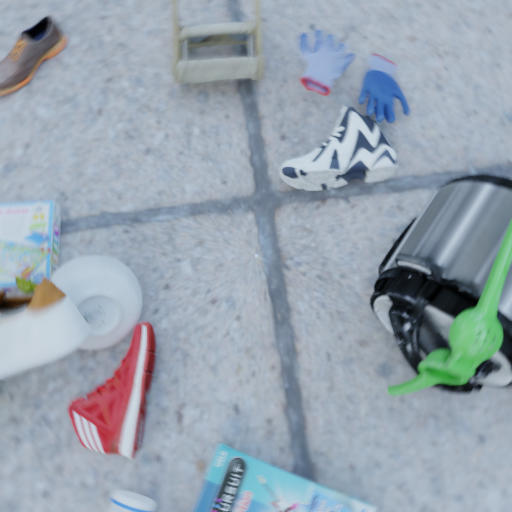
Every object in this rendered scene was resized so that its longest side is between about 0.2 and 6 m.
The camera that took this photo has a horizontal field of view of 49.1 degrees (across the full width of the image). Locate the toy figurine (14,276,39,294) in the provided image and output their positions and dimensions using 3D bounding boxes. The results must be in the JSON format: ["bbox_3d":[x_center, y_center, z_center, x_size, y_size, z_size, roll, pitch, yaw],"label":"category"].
[{"bbox_3d":[-3.774,0.998,10.166,1.453,0.766,0.870,20,96,-23],"label":"toy figurine"}]

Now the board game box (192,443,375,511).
[{"bbox_3d":[0.278,4.591,9.128,2.755,0.647,2.080,20,73,6],"label":"board game box"}]

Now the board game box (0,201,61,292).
[{"bbox_3d":[-5.102,-0.143,10.752,2.517,0.431,1.692,-3,73,-1],"label":"board game box"}]

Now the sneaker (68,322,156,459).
[{"bbox_3d":[-2.553,2.251,9.760,1.344,0.911,2.326,6,71,1],"label":"sneaker"}]

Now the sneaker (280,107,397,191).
[{"bbox_3d":[1.536,-2.218,11.162,2.350,0.938,1.529,-9,71,-3],"label":"sneaker"}]

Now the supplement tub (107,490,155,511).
[{"bbox_3d":[-2.159,4.484,9.120,0.736,0.736,1.116,16,73,5],"label":"supplement tub"}]

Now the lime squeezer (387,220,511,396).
[{"bbox_3d":[2.824,1.237,8.184,0.718,3.807,1.344,12,35,-17],"label":"lime squeezer"}]

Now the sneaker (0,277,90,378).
[{"bbox_3d":[-4.440,1.284,8.889,3.370,1.227,1.427,-24,110,4],"label":"sneaker"}]

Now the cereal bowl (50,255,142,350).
[{"bbox_3d":[-2.804,0.900,9.783,1.720,0.716,1.720,-8,112,-20],"label":"cereal bowl"}]

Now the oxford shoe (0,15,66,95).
[{"bbox_3d":[-5.004,-4.302,11.907,0.745,0.762,2.090,36,76,11],"label":"oxford shoe"}]

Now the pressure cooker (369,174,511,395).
[{"bbox_3d":[3.471,0.610,9.231,2.827,2.872,3.215,34,75,7],"label":"pressure cooker"}]

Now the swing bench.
[{"bbox_3d":[-0.800,-4.394,11.682,1.863,1.215,1.873,-2,71,-1],"label":"swing bench"}]

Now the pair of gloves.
[{"bbox_3d":[1.997,-3.666,11.464,2.627,0.299,2.112,23,52,-10],"label":"pair of gloves"}]
